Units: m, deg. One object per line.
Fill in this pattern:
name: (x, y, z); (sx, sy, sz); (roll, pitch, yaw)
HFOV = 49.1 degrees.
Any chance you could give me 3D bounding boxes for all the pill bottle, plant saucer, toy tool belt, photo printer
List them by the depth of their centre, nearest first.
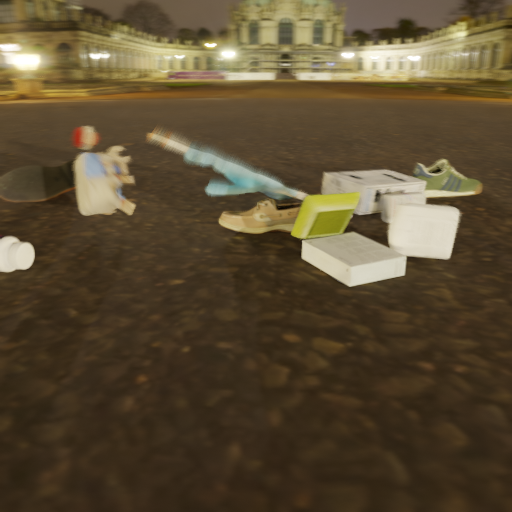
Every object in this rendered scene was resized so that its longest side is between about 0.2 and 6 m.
pill bottle: (-4.259, -0.044, 9.242); (1.061, 0.591, 0.591); (6, 20, 15)
photo printer: (2.831, -0.429, 9.613); (1.103, 0.918, 0.383); (4, 12, -10)
plant saucer: (1.233, -0.642, 9.751); (1.036, 1.037, 0.248); (-6, 55, -19)
toy tool belt: (-3.178, -1.770, 11.848); (1.133, 1.844, 1.151); (-3, -5, -35)

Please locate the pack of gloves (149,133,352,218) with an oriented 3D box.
pack of gloves: (-0.304, -1.526, 12.359); (3.802, 0.750, 3.194); (19, 6, -32)

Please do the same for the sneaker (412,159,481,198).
sneaker: (4.874, -2.004, 14.250); (2.004, 0.900, 0.672); (-5, 20, -13)

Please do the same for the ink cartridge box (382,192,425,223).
ink cartridge box: (3.134, -1.029, 11.933); (0.822, 0.594, 0.348); (-5, 14, -11)

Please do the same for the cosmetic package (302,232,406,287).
cosmetic package: (1.597, 0.024, 9.368); (1.095, 0.375, 1.453); (-7, 21, -25)

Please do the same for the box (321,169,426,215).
box: (2.704, -1.503, 12.862); (2.156, 0.648, 1.257); (-10, 27, -37)

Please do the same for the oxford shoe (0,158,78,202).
oxford shoe: (-5.310, -1.788, 14.132); (2.561, 0.913, 0.913); (-21, -1, -42)

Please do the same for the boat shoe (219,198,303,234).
boat shoe: (0.254, -0.863, 11.413); (2.028, 0.654, 0.723); (1, 21, 0)
